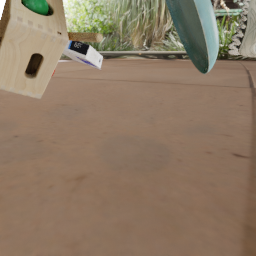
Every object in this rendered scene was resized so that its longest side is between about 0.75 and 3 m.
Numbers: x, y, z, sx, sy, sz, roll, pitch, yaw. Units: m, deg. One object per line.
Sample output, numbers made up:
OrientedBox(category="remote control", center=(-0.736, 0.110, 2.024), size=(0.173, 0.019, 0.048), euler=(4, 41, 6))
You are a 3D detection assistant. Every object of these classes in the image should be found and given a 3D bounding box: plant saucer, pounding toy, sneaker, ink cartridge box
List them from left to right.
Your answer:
OrientedBox(category="pounding toy", center=(-1.823, -1.869, 5.879), size=(1.538, 2.163, 1.991), euler=(12, 45, -32))
OrientedBox(category="ink cartridge box", center=(-1.714, -2.689, 10.078), size=(1.325, 0.522, 2.664), euler=(20, 5, 3))
OrientedBox(category="plant saucer", center=(1.187, -2.296, 5.490), size=(0.349, 2.547, 2.547), euler=(-23, 15, 8))
OrientedBox(category="sneaker", center=(3.272, -2.797, 7.041), size=(0.898, 2.217, 0.833), euler=(28, 53, 24))
